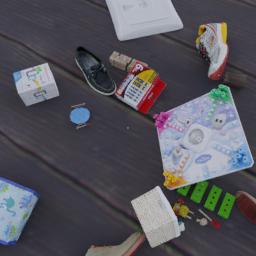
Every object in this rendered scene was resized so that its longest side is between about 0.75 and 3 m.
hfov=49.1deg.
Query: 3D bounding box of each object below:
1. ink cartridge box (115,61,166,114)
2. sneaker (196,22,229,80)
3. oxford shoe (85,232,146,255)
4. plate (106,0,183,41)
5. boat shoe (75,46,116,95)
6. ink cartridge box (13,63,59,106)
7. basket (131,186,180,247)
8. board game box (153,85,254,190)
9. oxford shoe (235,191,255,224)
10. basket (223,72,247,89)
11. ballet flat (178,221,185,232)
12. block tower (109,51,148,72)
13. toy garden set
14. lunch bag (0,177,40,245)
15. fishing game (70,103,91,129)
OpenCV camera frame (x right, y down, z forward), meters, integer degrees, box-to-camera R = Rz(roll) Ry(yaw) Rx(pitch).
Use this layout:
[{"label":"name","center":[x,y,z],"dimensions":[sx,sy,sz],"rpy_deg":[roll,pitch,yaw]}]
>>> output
[{"label":"ink cartridge box","center":[0.499,-1.486,10.453],"dimensions":[1.307,0.624,1.489],"rpy_deg":[33,87,14]},{"label":"sneaker","center":[3.315,-3.079,11.265],"dimensions":[1.201,1.138,2.924],"rpy_deg":[5,55,7]},{"label":"oxford shoe","center":[-0.682,3.719,8.078],"dimensions":[2.616,0.922,0.978],"rpy_deg":[-33,64,-15]},{"label":"plate","center":[0.666,-5.423,12.615],"dimensions":[2.974,0.481,2.968],"rpy_deg":[-13,66,-6]},{"label":"boat shoe","center":[-1.310,-2.337,10.970],"dimensions":[0.909,0.807,2.434],"rpy_deg":[-28,68,-13]},{"label":"ink cartridge box","center":[-3.425,-1.630,10.548],"dimensions":[1.311,0.957,0.962],"rpy_deg":[-20,68,-9]},{"label":"basket","center":[0.824,2.645,8.287],"dimensions":[0.979,1.217,1.206],"rpy_deg":[-25,46,-5]},{"label":"board game box","center":[2.189,0.277,9.016],"dimensions":[2.797,0.362,2.797],"rpy_deg":[-25,57,30]},{"label":"oxford shoe","center":[4.193,2.673,8.838],"dimensions":[0.678,0.638,1.813],"rpy_deg":[-20,59,-41]},{"label":"basket","center":[4.147,-1.871,10.912],"dimensions":[0.780,0.530,0.703],"rpy_deg":[17,35,14]},{"label":"ballet flat","center":[1.327,3.244,8.630],"dimensions":[0.993,0.356,0.356],"rpy_deg":[-25,67,-10]},{"label":"block tower","center":[0.056,-2.549,11.284],"dimensions":[1.573,0.425,0.455],"rpy_deg":[26,68,11]},{"label":"toy garden set","center":[2.350,2.449,9.000],"dimensions":[1.716,0.343,1.431],"rpy_deg":[28,66,12]},{"label":"lunch bag","center":[-3.995,2.390,8.506],"dimensions":[1.970,1.255,1.675],"rpy_deg":[22,66,-1]},{"label":"fishing game","center":[-1.794,-0.440,10.449],"dimensions":[0.755,0.164,1.055],"rpy_deg":[-19,59,-9]}]
